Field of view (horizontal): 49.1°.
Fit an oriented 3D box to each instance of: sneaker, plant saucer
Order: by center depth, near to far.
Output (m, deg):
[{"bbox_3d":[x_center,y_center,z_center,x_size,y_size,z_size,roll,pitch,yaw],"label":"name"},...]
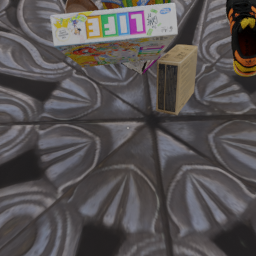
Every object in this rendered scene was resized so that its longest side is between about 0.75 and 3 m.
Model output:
[{"bbox_3d":[-0.925,-2.215,6.002,0.225,1.230,1.230,-11,41,36],"label":"plant saucer"},{"bbox_3d":[2.967,-2.613,6.965,0.881,1.134,2.520,-5,80,17],"label":"sneaker"}]

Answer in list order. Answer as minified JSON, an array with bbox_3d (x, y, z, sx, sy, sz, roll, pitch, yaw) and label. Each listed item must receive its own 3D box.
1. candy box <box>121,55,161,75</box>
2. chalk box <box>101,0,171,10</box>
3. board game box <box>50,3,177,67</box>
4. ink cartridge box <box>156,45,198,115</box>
[{"bbox_3d":[-0.047,-1.761,5.793,1.390,0.424,0.948,29,45,10],"label":"candy box"},{"bbox_3d":[0.112,-4.555,8.486,1.652,2.647,1.641,30,69,30],"label":"chalk box"},{"bbox_3d":[-0.158,-1.227,4.041,1.376,0.350,2.047,-6,6,1],"label":"board game box"},{"bbox_3d":[0.818,-0.830,4.645,0.396,0.868,1.053,13,32,22],"label":"ink cartridge box"}]
